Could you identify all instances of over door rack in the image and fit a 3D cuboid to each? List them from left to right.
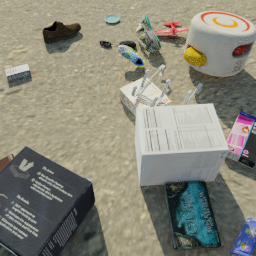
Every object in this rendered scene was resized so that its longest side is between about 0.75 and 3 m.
[{"bbox_3d":[1.505,-1.512,10.092,1.842,0.830,2.493,30,43,16],"label":"over door rack"}]

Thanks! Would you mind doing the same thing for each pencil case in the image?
[{"bbox_3d":[3.062,2.882,7.171,0.516,0.464,1.189,10,46,44],"label":"pencil case"}]

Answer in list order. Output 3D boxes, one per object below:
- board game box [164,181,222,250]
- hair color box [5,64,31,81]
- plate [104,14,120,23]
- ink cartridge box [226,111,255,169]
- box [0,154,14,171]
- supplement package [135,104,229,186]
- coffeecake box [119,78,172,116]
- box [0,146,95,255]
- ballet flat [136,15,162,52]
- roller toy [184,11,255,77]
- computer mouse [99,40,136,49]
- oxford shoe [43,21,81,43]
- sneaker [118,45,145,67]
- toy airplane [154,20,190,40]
[{"bbox_3d":[1.722,2.362,7.735,1.234,0.257,1.824,-3,51,-3],"label":"board game box"},{"bbox_3d":[-4.484,-2.275,11.442,0.922,0.279,0.461,-20,54,-15],"label":"hair color box"},{"bbox_3d":[-0.801,-5.502,14.153,0.780,0.100,0.780,-1,51,1],"label":"plate"},{"bbox_3d":[4.005,0.240,9.378,1.054,0.413,2.227,25,53,18],"label":"ink cartridge box"},{"bbox_3d":[-3.880,1.408,8.364,1.316,0.493,0.659,-30,57,-24],"label":"box"},{"bbox_3d":[1.410,0.503,8.268,2.280,1.730,1.717,-3,51,-3],"label":"supplement package"},{"bbox_3d":[0.620,-1.022,10.238,1.222,0.582,1.592,-27,56,-20],"label":"coffeecake box"},{"bbox_3d":[-2.418,2.045,7.278,2.257,1.348,2.295,25,55,18],"label":"box"},{"bbox_3d":[0.799,-4.307,12.769,0.895,0.895,2.487,-9,51,-7],"label":"ballet flat"},{"bbox_3d":[3.596,-3.295,11.199,2.522,1.932,2.765,13,43,6],"label":"roller toy"},{"bbox_3d":[-0.467,-3.855,12.709,1.719,0.293,0.504,6,52,5],"label":"computer mouse"},{"bbox_3d":[-3.034,-4.575,12.973,1.891,0.798,0.687,-27,54,-22],"label":"oxford shoe"},{"bbox_3d":[0.168,-2.952,11.451,1.309,0.496,0.687,30,12,-11],"label":"sneaker"},{"bbox_3d":[2.127,-4.760,13.389,1.904,0.350,1.904,-5,51,6],"label":"toy airplane"}]
